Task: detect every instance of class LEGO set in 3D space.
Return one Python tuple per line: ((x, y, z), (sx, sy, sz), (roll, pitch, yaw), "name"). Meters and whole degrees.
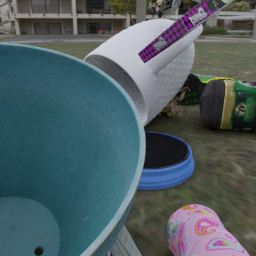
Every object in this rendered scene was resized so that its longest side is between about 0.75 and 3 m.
((0.991, -3.002, 6.218), (1.306, 0.570, 2.012), (-42, 28, -17), "LEGO set")

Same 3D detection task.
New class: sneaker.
((2.318, -1.365, 9.798), (2.916, 1.138, 1.242), (9, 14, -1), "sneaker")
((0.017, 1.680, 2.459), (0.749, 0.674, 1.736), (-28, 29, -11), "sneaker")

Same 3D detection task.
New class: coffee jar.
((3.289, -0.539, 7.108), (2.866, 1.223, 1.494), (6, 19, 14), "coffee jar")

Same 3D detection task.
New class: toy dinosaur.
((1.022, -0.677, 8.213), (1.291, 0.743, 2.552), (14, 50, 47), "toy dinosaur")

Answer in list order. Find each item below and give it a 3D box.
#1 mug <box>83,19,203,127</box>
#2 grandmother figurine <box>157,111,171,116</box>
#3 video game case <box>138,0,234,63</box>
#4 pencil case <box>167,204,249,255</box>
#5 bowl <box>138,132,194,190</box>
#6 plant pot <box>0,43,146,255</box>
((0.648, -1.685, 7.026), (2.620, 2.207, 2.989), (-44, 9, -27), "mug")
((1.011, -0.503, 8.470), (0.757, 0.229, 0.459), (8, 34, 25), "grandmother figurine")
((0.934, -1.651, 4.529), (1.264, 0.250, 1.395), (-38, 9, -22), "video game case")
((0.751, 1.265, 2.591), (0.719, 0.719, 1.644), (1, 3, 3), "pencil case")
((0.348, 0.544, 5.525), (1.894, 0.372, 1.894), (0, 21, 0), "bowl")
((-1.370, 0.677, 2.605), (2.811, 1.893, 2.811), (5, 40, -4), "plant pot")
